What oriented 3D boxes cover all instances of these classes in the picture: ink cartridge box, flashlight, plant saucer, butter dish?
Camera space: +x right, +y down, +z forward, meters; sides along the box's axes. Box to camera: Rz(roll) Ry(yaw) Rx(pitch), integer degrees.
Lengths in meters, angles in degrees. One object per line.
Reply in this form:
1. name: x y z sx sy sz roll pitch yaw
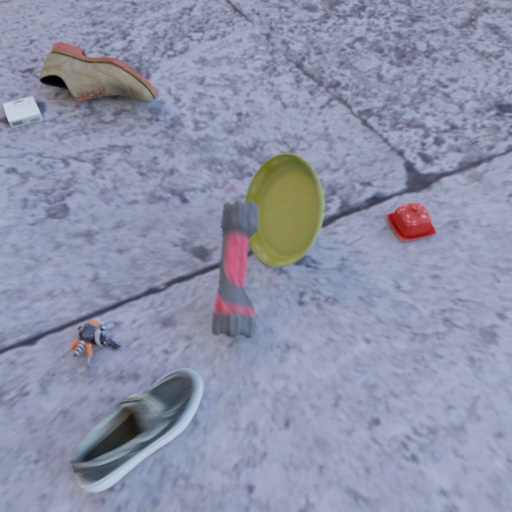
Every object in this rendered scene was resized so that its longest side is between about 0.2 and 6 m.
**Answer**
1. ink cartridge box: -5.844 -3.595 14.017 0.777 0.273 0.956 -21 45 -17
2. flashlight: -0.301 0.225 9.598 0.776 0.779 2.292 6 80 -2
3. plant saucer: 0.552 -0.848 10.601 0.334 2.148 2.148 3 40 -41
4. butter dish: 3.165 -0.788 11.284 0.828 0.612 0.825 -12 49 -10

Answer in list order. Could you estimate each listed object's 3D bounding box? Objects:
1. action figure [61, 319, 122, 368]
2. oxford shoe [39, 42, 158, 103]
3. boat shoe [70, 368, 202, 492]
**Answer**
1. action figure: -2.756 1.442 9.467 0.871 0.456 0.843 13 59 11
2. oxford shoe: -4.027 -4.340 14.273 3.304 1.164 1.236 22 76 20
3. boat shoe: -1.671 2.443 8.255 0.843 0.830 2.340 30 54 25
